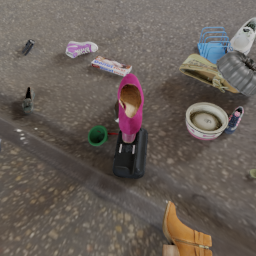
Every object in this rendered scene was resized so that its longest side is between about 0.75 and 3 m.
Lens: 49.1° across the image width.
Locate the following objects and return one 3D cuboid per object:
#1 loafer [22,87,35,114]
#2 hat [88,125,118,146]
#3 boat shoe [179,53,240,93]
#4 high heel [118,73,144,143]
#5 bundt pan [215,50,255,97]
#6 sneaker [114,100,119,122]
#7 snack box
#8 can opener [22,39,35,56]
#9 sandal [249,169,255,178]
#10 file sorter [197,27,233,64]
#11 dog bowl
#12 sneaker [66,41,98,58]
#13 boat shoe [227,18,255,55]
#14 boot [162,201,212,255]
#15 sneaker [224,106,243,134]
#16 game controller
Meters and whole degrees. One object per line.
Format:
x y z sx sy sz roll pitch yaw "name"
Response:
-3.813 -1.071 10.648 0.429 0.376 1.195 -6 50 -5 "loafer"
-0.811 0.357 9.652 0.881 0.775 0.729 5 75 29 "hat"
3.327 -2.025 11.143 0.854 0.999 2.725 -44 55 -14 "boat shoe"
0.135 -1.018 9.363 0.971 1.384 2.879 -1 58 -5 "high heel"
4.426 -2.203 10.774 2.056 0.772 2.056 20 45 -21 "bundt pan"
-0.117 -0.641 10.308 0.665 0.572 1.571 29 37 -22 "sneaker"
-0.713 -2.680 12.099 1.673 0.203 0.601 20 53 16 "snack box"
-4.594 -3.710 12.943 0.338 0.419 1.066 29 48 -27 "can opener"
4.173 1.382 8.701 0.804 0.230 0.319 0 50 0 "sandal"
3.843 -3.615 12.381 1.111 0.982 1.601 -1 51 0 "file sorter"
2.712 -0.205 9.827 1.463 0.539 1.463 0 50 0 "dog bowl"
-2.100 -3.439 12.600 1.423 0.516 0.811 4 56 13 "sneaker"
5.339 -4.246 12.948 0.990 0.899 2.692 22 54 17 "boat shoe"
1.541 2.740 7.311 1.253 0.619 1.614 3 51 3 "boot"
3.755 -0.308 9.933 0.426 0.498 1.214 24 54 19 "sneaker"
0.099 0.749 9.165 1.033 0.417 1.980 -1 49 11 "game controller"
